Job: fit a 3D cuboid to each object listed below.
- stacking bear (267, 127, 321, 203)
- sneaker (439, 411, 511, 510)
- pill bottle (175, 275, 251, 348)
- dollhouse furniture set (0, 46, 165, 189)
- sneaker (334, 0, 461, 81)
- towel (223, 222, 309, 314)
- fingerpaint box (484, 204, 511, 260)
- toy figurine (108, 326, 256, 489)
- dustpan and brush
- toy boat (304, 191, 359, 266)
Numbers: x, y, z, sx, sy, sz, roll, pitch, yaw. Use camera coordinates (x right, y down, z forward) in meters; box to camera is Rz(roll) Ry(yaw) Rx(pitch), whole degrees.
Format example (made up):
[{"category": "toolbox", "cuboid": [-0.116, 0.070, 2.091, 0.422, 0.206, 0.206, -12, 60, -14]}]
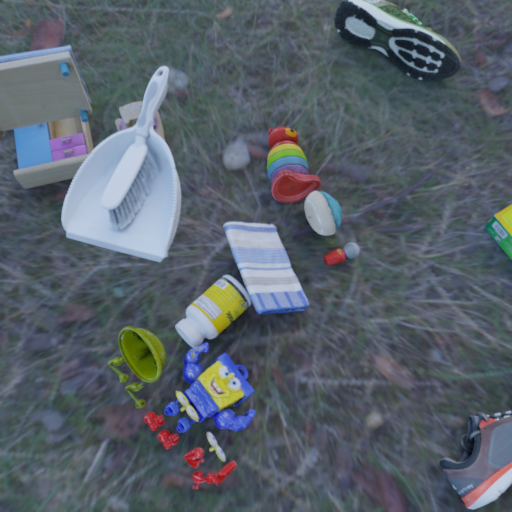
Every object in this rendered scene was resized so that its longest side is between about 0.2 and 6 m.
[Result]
[{"category": "stacking bear", "cuboid": [0.511, -1.613, 9.368, 0.784, 0.735, 1.292, 7, 58, -25]}, {"category": "sneaker", "cuboid": [3.454, 2.419, 7.716, 2.222, 0.856, 0.910, -37, 66, -14]}, {"category": "pill bottle", "cuboid": [-0.657, 0.851, 8.396, 1.105, 0.615, 0.615, -41, 74, -19]}, {"category": "dollhouse furniture set", "cuboid": [-3.097, -2.789, 8.623, 2.795, 2.961, 1.932, -14, 70, -6]}, {"category": "sneaker", "cuboid": [2.752, -4.202, 10.348, 2.492, 0.958, 1.104, 34, 62, 10]}, {"category": "towel", "cuboid": [0.161, 0.156, 8.589, 1.143, 0.185, 1.557, 2, 59, -45]}, {"category": "fingerpaint box", "cuboid": [4.570, -0.307, 8.955, 1.117, 0.491, 1.339, -31, 72, -11]}, {"category": "toy figurine", "cuboid": [-0.807, 1.883, 8.046, 1.442, 1.269, 2.406, -27, 71, -41]}, {"category": "dustpan and brush", "cuboid": [-1.474, -1.245, 6.987, 1.633, 0.669, 2.339, 14, 71, 22]}, {"category": "toy boat", "cuboid": [1.197, -0.472, 8.891, 0.573, 1.036, 1.233, -22, 100, -3]}]
